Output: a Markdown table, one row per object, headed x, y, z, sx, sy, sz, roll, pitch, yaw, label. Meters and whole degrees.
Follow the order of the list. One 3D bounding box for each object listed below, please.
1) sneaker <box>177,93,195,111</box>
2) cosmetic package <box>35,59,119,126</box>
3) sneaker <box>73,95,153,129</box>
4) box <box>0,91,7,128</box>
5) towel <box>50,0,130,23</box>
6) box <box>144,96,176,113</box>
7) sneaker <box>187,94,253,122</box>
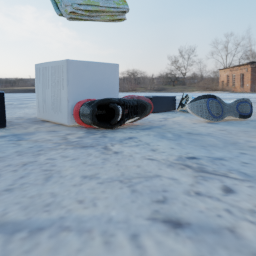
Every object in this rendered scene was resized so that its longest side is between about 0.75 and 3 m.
| x | y | z | sx | sy | sz | roll | pitch | yaw | label |
| --- | --- | --- | --- | --- | --- | --- | --- | --- | --- |
| 3.171 | -1.131 | 14.084 | 1.106 | 0.964 | 2.459 | 21 | 10 | -1 | sneaker |
| -1.901 | -1.317 | 10.250 | 2.110 | 2.123 | 2.537 | -6 | 11 | -40 | cosmetic package |
| -0.243 | -0.506 | 8.830 | 2.768 | 0.978 | 1.352 | -7 | 11 | -28 | sneaker |
| -5.036 | -0.611 | 8.862 | 1.618 | 1.167 | 2.180 | -8 | 12 | -41 | box |
| -0.814 | -2.500 | 4.831 | 1.354 | 1.582 | 0.381 | -15 | -16 | -38 | towel |
| 1.291 | -1.231 | 14.098 | 1.430 | 0.799 | 2.027 | 4 | 9 | 43 | box |
| 3.385 | -0.670 | 10.698 | 2.733 | 1.018 | 1.190 | 4 | -4 | -21 | sneaker |
